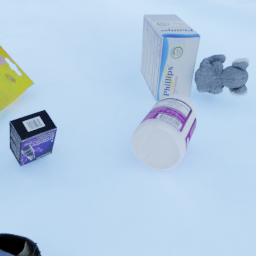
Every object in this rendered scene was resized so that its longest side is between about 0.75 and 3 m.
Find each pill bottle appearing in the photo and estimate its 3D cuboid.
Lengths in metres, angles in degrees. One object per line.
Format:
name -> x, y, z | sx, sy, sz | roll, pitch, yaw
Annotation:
pill bottle -> 0.946, -0.036, 6.502 | 1.155, 1.155, 2.058 | 14, 32, 18

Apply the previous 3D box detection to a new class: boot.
boot -> -1.355, 1.932, 3.855 | 1.379, 0.669, 0.515 | 23, 38, 1

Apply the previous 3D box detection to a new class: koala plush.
koala plush -> 2.718, -1.427, 7.880 | 1.366, 1.212, 1.256 | 15, 23, 39

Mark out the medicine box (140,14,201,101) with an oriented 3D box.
medicine box -> 1.187, -2.248, 8.751 | 1.127, 1.995, 2.191 | -6, 38, -10

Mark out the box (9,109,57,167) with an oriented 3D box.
box -> -2.035, 0.224, 5.968 | 0.791, 1.070, 0.558 | -25, 67, -33

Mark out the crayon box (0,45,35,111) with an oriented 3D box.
crayon box -> -3.932, -1.141, 7.702 | 0.621, 1.553, 2.446 | -26, 20, 38
